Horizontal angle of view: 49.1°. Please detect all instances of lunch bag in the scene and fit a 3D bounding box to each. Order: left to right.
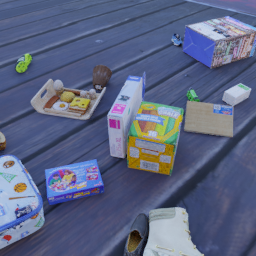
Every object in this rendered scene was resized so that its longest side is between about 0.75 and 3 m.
[{"bbox_3d":[-3.486,1.933,7.321,2.070,0.976,2.583,-19,43,-31],"label":"lunch bag"}]

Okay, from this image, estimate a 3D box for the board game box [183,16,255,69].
[{"bbox_3d":[4.816,-4.569,14.709,2.978,1.442,2.374,-19,44,-21],"label":"board game box"}]

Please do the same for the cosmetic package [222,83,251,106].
[{"bbox_3d":[4.569,-1.403,11.774,1.096,0.465,0.590,-27,49,-30],"label":"cosmetic package"}]

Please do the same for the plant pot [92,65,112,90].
[{"bbox_3d":[-1.227,-2.161,12.474,0.878,0.878,0.939,6,56,7],"label":"plant pot"}]

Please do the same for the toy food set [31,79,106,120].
[{"bbox_3d":[-2.359,-1.296,11.406,2.542,0.768,1.824,9,41,10],"label":"toy food set"}]

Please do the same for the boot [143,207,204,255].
[{"bbox_3d":[1.461,2.769,6.675,2.136,0.770,1.652,5,40,9],"label":"boot"}]

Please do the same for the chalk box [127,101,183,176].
[{"bbox_3d":[0.958,0.131,9.214,1.464,1.454,2.345,10,42,11],"label":"chalk box"}]

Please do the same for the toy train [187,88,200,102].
[{"bbox_3d":[2.748,-1.122,11.466,0.323,0.436,1.546,-5,41,-5],"label":"toy train"}]

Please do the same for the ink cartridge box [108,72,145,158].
[{"bbox_3d":[0.023,-0.584,9.812,0.616,1.753,2.937,11,41,14],"label":"ink cartridge box"}]

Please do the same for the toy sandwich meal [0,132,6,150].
[{"bbox_3d":[-4.947,0.607,9.422,1.571,0.538,1.571,-2,42,2],"label":"toy sandwich meal"}]

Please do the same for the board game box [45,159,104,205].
[{"bbox_3d":[-1.605,1.581,8.358,1.590,0.356,1.069,-10,42,-12],"label":"board game box"}]

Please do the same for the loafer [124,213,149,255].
[{"bbox_3d":[0.246,2.671,6.981,0.495,0.492,1.360,8,40,11],"label":"loafer"}]

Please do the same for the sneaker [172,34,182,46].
[{"bbox_3d":[2.811,-5.092,16.074,0.429,0.487,1.093,-11,42,-13],"label":"sneaker"}]

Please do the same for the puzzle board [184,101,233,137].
[{"bbox_3d":[3.029,-0.347,10.477,1.734,0.151,1.307,8,62,8],"label":"puzzle board"}]

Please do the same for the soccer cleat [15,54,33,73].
[{"bbox_3d":[-5.280,-3.167,13.877,0.648,0.540,1.599,-10,37,16],"label":"soccer cleat"}]
